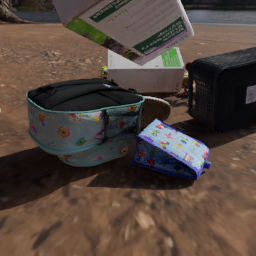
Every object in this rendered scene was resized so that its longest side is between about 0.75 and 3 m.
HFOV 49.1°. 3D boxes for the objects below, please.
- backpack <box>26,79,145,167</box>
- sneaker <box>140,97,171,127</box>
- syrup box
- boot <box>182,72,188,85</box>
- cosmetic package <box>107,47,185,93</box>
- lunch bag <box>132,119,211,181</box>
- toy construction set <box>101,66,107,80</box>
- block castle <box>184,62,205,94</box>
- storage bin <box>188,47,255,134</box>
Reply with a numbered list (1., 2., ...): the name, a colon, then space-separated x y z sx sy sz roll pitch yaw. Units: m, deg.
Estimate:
1. backpack: -1.097 -0.190 6.471 2.374 1.820 2.087 -5 26 -37
2. sneaker: -0.077 -0.705 8.720 2.630 0.922 1.427 -4 27 -3
3. syrup box: 0.059 -1.706 3.691 1.069 1.106 2.716 -26 -5 18
4. boot: 2.504 -2.308 12.686 1.305 0.475 1.014 10 27 17
5. cosmetic package: 0.630 -2.352 11.418 2.983 1.265 1.605 -1 47 -4
6. lunch bag: 1.105 0.529 6.437 1.636 0.770 1.232 20 28 19
7. toy construction set: -0.659 -2.582 13.143 1.495 0.689 0.980 2 22 31
8. block castle: 3.145 -1.817 10.644 1.973 1.318 0.925 13 29 28
9. storage bin: 3.330 -1.194 8.328 2.819 1.906 1.322 -16 29 -18
